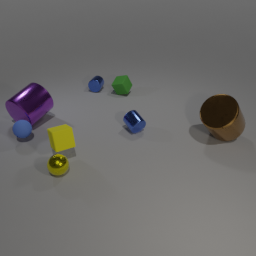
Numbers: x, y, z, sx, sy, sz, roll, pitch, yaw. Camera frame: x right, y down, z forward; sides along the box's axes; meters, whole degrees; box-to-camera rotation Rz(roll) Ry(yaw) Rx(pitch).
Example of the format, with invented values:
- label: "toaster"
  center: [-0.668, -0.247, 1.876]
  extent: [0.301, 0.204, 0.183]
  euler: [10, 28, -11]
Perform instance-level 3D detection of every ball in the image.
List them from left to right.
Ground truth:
- label: "ball"
  center: [-4.052, 0.038, 10.742]
  extent: [0.700, 0.700, 0.700]
  euler: [0, 31, 0]
- label: "ball"
  center: [-2.279, 1.196, 9.130]
  extent: [0.700, 0.700, 0.700]
  euler: [0, 31, 0]

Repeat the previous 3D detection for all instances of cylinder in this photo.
- label: "cylinder"
  center: [-4.116, -0.964, 11.774]
  extent: [1.400, 1.400, 1.400]
  euler: [18, 49, 27]
- label: "cylinder"
  center: [-1.702, -2.374, 15.038]
  extent: [0.700, 0.700, 0.700]
  euler: [6, 31, 10]
- label: "cylinder"
  center: [0.265, -0.257, 11.428]
  extent: [0.700, 0.700, 0.700]
  euler: [-19, 54, -28]
- label: "cylinder"
  center: [3.581, -0.366, 10.575]
  extent: [1.400, 1.400, 1.400]
  euler: [-13, 62, 27]

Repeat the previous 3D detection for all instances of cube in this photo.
- label: "cube"
  center: [-2.288, 0.334, 9.603]
  extent: [0.700, 0.700, 0.700]
  euler: [-16, 18, -26]
- label: "cube"
  center: [-0.307, -2.230, 14.517]
  extent: [0.700, 0.700, 0.700]
  euler: [-1, 48, 34]
